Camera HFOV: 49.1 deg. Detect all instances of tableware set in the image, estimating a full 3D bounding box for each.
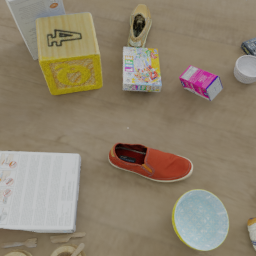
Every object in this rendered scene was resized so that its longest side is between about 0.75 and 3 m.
[{"bbox_3d":[-2.481,3.959,7.864,2.644,0.530,1.747,-6,62,-3],"label":"tableware set"}]

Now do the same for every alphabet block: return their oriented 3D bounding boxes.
[{"bbox_3d":[-2.158,-2.752,10.516,2.078,2.067,2.116,-11,64,-6],"label":"alphabet block"}]

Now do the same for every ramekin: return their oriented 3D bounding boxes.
[{"bbox_3d":[4.760,-2.283,11.118,1.105,0.580,1.105,0,63,0],"label":"ramekin"}]

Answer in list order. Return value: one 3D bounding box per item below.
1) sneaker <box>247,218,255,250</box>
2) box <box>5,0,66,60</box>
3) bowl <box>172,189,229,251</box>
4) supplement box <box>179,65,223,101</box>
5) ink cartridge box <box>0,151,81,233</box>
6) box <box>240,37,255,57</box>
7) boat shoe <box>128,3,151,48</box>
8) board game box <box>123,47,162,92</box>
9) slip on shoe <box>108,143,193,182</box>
[{"bbox_3d":[4.750,3.149,8.219,2.351,0.885,1.036,-4,73,6],"label":"sneaker"},{"bbox_3d":[-3.475,-4.388,10.891,1.814,2.917,1.422,-26,65,-13],"label":"box"},{"bbox_3d":[1.981,2.712,8.240,1.671,0.899,1.671,5,67,-12],"label":"bowl"},{"bbox_3d":[2.687,-1.689,10.400,0.716,0.701,1.385,-47,46,-5],"label":"supplement box"},{"bbox_3d":[-3.040,1.952,8.697,2.976,0.703,2.382,2,63,-4],"label":"ink cartridge box"},{"bbox_3d":[5.573,-3.406,11.856,1.221,0.312,0.963,-22,66,-11],"label":"box"},{"bbox_3d":[0.533,-4.543,12.043,0.969,1.029,2.703,4,62,2],"label":"boat shoe"},{"bbox_3d":[0.515,-2.338,11.015,1.436,0.366,2.136,2,54,-4],"label":"board game box"},{"bbox_3d":[0.734,1.084,9.194,2.842,0.870,1.053,13,61,5],"label":"slip on shoe"}]
